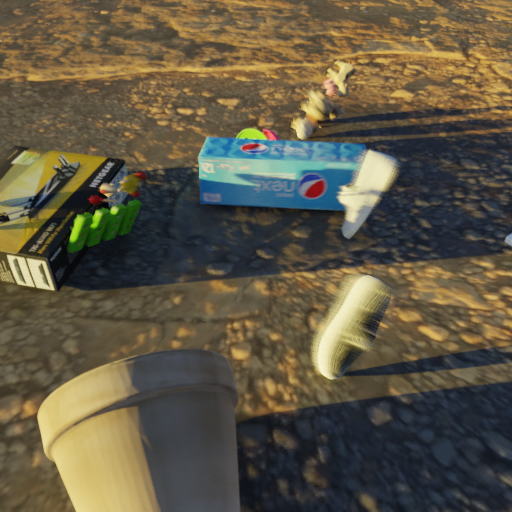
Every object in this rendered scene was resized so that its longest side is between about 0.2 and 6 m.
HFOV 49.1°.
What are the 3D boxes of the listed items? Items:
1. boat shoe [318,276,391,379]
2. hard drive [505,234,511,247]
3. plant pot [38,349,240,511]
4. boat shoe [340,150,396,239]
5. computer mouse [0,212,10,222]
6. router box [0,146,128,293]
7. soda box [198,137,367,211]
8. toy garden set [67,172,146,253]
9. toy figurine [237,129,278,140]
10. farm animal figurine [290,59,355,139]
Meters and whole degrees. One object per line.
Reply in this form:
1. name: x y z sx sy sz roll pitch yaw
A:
1. boat shoe: 1.604 1.217 9.118 0.652 1.845 0.587 22 5 -26
2. hard drive: 6.142 -0.144 11.815 0.934 0.189 1.416 -25 47 -26
3. plant pot: -1.251 2.748 7.003 2.582 2.582 2.240 -12 58 -14
4. boat shoe: 2.180 -1.302 11.746 0.717 2.014 0.703 29 33 8
5. computer mouse: -5.497 -1.039 11.271 0.803 0.321 1.464 -22 51 -17
6. router box: -4.817 -0.967 12.155 2.878 0.956 3.661 8 41 9
7. soda box: 0.633 -1.905 12.958 3.764 1.208 1.277 4 32 3
8. toy garden set: -3.015 -0.972 11.314 0.362 1.512 1.814 35 27 14
9. toy figurine: 0.043 -2.804 14.527 1.359 1.020 1.251 -22 9 34
10. farm animal figurine: 1.996 -4.236 15.388 1.020 1.956 1.934 35 45 11
